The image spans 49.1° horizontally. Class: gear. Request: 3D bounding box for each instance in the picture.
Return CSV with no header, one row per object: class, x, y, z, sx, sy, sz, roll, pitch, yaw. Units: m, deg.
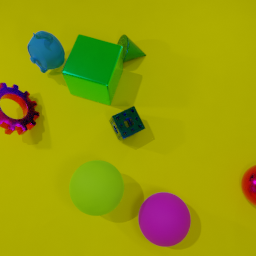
gear,-3.349,-0.560,8.083,0.289,1.561,1.561,-32,67,35

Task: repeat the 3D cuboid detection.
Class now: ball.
ball,0.898,2.248,6.937,1.287,1.287,1.287,0,71,0
ball,3.632,1.535,7.431,1.175,1.175,1.175,0,71,0
ball,-0.778,1.491,7.024,1.366,1.366,1.366,0,71,0

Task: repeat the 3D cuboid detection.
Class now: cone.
cone,0.203,-2.491,9.221,0.950,0.947,0.947,5,68,-26

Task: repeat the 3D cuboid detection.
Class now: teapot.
teapot,-2.478,-2.252,8.265,1.162,1.869,0.915,42,63,9

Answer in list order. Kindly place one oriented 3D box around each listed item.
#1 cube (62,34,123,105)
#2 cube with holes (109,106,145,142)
cube,-0.994,-1.714,8.450,1.374,1.374,1.374,17,72,5
cube with holes,-0.040,-0.104,8.122,0.714,0.714,0.714,-25,86,-13
